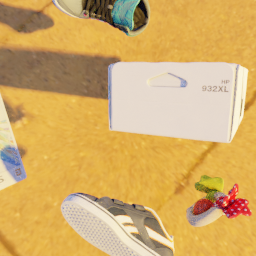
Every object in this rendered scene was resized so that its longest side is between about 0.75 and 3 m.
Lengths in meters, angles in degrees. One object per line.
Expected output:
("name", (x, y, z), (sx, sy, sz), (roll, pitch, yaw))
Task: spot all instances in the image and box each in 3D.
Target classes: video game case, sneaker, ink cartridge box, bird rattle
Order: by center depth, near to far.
("bird rattle", (1.224, 1.129, 3.969), (0.834, 1.023, 0.576), (-37, 99, 2))
("sneaker", (-0.100, 1.532, 4.395), (1.992, 0.781, 0.791), (41, 41, -11))
("video game case", (-2.977, 0.161, 4.962), (0.256, 2.124, 2.330), (-15, 94, 27))
("ink cartridge box", (1.159, -0.638, 5.527), (2.059, 2.839, 1.188), (6, 102, 24))
("sneaker", (-0.369, -2.472, 5.801), (2.164, 1.307, 0.905), (-1, 112, -37))
